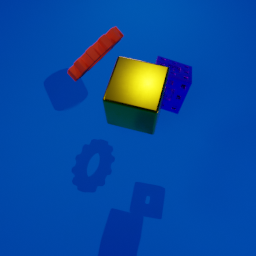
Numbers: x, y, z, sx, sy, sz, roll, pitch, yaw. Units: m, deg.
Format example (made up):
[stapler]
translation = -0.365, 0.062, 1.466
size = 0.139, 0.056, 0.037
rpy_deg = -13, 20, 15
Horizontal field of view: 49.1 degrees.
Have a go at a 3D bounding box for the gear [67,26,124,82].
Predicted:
[gear]
translation = -0.748, -1.689, 6.435
size = 0.278, 1.505, 1.505
rpy_deg = 47, 66, -12

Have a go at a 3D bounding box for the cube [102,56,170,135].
[cube]
translation = 0.152, -0.555, 4.988
size = 0.922, 0.922, 0.922
rpy_deg = 14, 67, 7

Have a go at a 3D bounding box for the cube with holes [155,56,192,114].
[cube with holes]
translation = 0.829, -0.905, 5.834
size = 0.765, 0.765, 0.765
rpy_deg = 18, 37, 0
